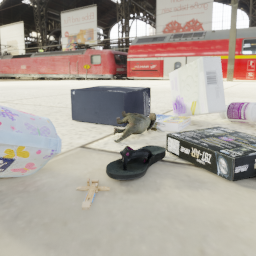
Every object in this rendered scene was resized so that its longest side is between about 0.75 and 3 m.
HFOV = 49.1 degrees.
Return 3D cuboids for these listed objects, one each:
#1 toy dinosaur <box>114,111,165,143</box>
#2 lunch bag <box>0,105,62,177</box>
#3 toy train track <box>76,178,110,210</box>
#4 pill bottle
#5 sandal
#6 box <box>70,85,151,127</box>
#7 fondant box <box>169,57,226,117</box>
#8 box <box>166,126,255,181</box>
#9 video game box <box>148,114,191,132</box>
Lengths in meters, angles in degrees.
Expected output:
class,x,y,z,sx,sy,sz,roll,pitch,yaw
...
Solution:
class,x,y,z,sx,sy,sz,roll,pitch,yaw
toy dinosaur,0.261,-0.137,9.346,1.232,0.927,2.408,-5,5,28
lunch bag,-2.826,0.212,5.605,2.413,1.534,2.046,3,-7,40
toy train track,-0.679,1.148,5.143,0.650,0.184,1.134,0,13,2
pill bottle,4.607,-0.653,11.620,0.866,0.866,1.542,-8,9,-34
sandal,0.203,0.635,6.591,0.873,0.556,2.324,6,14,26
box,-0.714,-1.073,12.377,2.714,1.413,2.472,7,14,30
fondant box,2.673,-1.505,11.226,0.813,2.015,2.793,-7,0,-16
box,2.382,0.506,6.945,1.915,0.520,2.390,-7,14,-26
video game box,1.477,-0.229,11.017,1.616,0.378,1.472,7,17,28
